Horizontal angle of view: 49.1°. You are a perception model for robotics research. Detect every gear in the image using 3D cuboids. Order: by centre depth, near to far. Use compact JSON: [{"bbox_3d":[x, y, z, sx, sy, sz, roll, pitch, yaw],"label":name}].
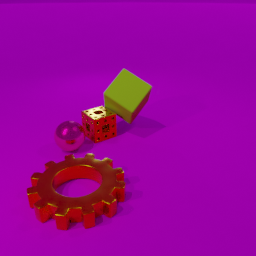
[{"bbox_3d":[-1.073,1.261,6.018,2.025,0.374,2.025,0,28,0],"label":"gear"}]

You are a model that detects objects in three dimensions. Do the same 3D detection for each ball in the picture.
[{"bbox_3d":[-1.584,0.214,7.625,0.843,0.843,0.843,0,27,0],"label":"ball"}]

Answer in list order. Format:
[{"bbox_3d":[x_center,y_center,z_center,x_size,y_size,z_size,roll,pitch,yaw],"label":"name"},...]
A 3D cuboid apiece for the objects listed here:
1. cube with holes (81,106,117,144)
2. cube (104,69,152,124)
[{"bbox_3d":[-0.865,-0.117,8.374,0.758,0.758,0.758,-18,32,-32],"label":"cube with holes"},{"bbox_3d":[-0.021,-0.914,8.302,1.007,1.007,1.007,34,73,8],"label":"cube"}]
